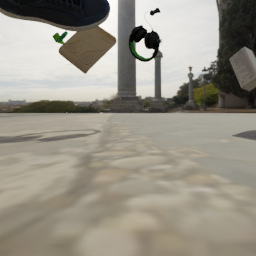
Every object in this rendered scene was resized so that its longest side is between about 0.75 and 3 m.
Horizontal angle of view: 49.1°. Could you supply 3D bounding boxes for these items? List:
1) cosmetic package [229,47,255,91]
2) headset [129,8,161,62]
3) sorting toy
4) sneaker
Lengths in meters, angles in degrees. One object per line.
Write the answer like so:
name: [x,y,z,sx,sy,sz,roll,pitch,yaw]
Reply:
cosmetic package: [3.898,-1.934,9.183,0.471,1.289,0.668,12,-35,-33]
headset: [0.794,-3.774,11.451,1.321,2.139,1.005,31,48,16]
sorting toy: [-1.462,-2.674,8.728,1.953,1.444,0.287,39,-6,21]
sneaker: [-1.701,-3.239,6.524,2.955,1.123,2.135,-1,-5,-15]
